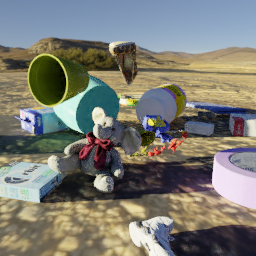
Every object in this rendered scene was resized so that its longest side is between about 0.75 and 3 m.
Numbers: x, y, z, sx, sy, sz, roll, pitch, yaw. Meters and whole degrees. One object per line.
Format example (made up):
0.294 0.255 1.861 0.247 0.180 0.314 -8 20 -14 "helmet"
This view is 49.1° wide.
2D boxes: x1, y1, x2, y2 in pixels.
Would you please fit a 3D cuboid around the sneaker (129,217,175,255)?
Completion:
0.500 1.585 3.993 0.602 0.393 1.047 -11 14 -27 "sneaker"

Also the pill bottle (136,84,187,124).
1.342 -0.900 11.254 1.535 1.535 2.945 6 16 22 "pill bottle"

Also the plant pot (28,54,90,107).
-1.744 -1.317 7.602 1.333 1.333 1.284 8 16 27 "plant pot"

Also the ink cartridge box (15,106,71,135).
-3.127 -0.337 10.637 2.090 0.798 1.426 -15 20 -39 "ink cartridge box"

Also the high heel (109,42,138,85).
-0.110 -2.174 9.729 0.792 1.581 2.218 5 17 16 "high heel"

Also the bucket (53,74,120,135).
-1.411 -0.785 9.918 2.150 2.150 1.399 -13 28 -40 "bucket"

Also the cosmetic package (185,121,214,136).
2.586 0.001 10.177 0.939 0.335 0.476 9 17 32 "cosmetic package"

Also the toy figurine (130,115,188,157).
0.618 0.076 7.490 1.745 0.920 1.045 -3 46 -35 "toy figurine"

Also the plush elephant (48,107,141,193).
-0.572 0.369 6.322 1.509 1.418 1.832 22 15 19 "plush elephant"

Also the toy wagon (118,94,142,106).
0.333 -1.593 15.982 1.966 0.501 2.534 2 15 8 "toy wagon"

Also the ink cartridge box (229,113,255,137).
4.473 -0.104 10.035 1.461 0.605 1.065 3 15 12 "ink cartridge box"

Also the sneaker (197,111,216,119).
3.583 -0.613 12.583 0.399 0.341 0.916 -6 15 -39 "sneaker"

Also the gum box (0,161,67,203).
-2.191 1.103 6.008 1.379 0.307 1.172 4 15 14 "gum box"

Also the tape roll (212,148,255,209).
2.765 0.988 5.844 1.899 0.623 1.899 -1 14 0 "tape roll"

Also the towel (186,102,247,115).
3.965 -0.952 13.549 2.069 0.341 2.857 -1 11 -29 "towel"
